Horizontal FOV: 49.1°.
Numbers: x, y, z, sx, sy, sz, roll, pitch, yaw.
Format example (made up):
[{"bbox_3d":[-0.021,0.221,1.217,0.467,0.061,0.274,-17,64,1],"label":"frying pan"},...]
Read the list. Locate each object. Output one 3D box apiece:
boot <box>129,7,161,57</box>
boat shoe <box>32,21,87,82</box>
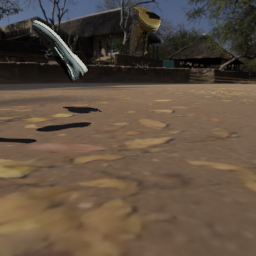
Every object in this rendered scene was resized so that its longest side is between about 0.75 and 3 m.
[{"bbox_3d":[0.573,-3.589,10.902,0.814,1.747,2.258,1,34,-15],"label":"boot"},{"bbox_3d":[-1.443,-1.525,5.658,0.429,1.390,0.506,-48,21,-10],"label":"boat shoe"}]
